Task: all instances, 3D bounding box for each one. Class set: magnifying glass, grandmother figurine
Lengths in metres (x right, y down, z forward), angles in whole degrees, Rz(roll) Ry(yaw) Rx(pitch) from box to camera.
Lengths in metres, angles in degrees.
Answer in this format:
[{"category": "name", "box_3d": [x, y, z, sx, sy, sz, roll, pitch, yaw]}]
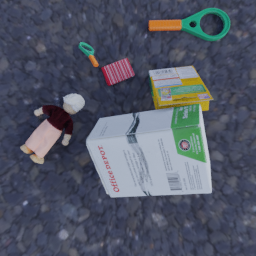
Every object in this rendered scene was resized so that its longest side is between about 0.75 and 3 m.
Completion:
[{"category": "magnifying glass", "box_3d": [-1.165, -2.252, 8.534, 0.137, 0.488, 1.226, -54, 46, 30]}, {"category": "grandmother figurine", "box_3d": [-2.167, -0.112, 8.244, 1.392, 0.695, 2.296, 42, 94, -5]}, {"category": "magnifying glass", "box_3d": [1.972, -3.319, 9.033, 2.591, 0.290, 1.031, -1, 85, -2]}]

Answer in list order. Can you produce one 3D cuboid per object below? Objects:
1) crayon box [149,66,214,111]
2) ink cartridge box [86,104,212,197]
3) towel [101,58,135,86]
[{"category": "crayon box", "box_3d": [1.387, -1.015, 7.858, 1.381, 2.197, 0.567, -6, 124, 1]}, {"category": "ink cartridge box", "box_3d": [0.606, 0.658, 7.260, 2.783, 1.156, 2.040, -7, 120, 18]}, {"category": "towel", "box_3d": [-0.324, -1.782, 8.911, 0.922, 0.104, 0.666, -22, 82, -4]}]
